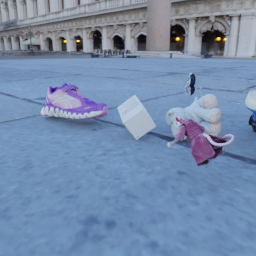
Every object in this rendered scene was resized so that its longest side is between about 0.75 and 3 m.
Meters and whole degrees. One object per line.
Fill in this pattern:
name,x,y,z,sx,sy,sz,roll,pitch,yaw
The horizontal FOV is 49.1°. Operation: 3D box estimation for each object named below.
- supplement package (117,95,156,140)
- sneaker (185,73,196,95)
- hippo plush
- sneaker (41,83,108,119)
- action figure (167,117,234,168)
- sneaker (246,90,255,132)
supplement package,0.222,-0.321,7.848,0.673,0.681,1.124,-35,27,7
sneaker,2.722,-1.963,12.464,0.427,1.129,0.435,-36,52,-27
hippo plush,1.695,-0.370,7.656,1.271,1.581,1.259,-13,-25,-6
sneaker,-1.836,-0.900,9.322,2.663,1.177,1.071,7,4,32
action figure,1.283,0.162,5.383,0.775,0.862,1.157,-26,63,-24
sneaker,3.771,-0.381,7.659,0.926,1.342,2.412,17,25,32
